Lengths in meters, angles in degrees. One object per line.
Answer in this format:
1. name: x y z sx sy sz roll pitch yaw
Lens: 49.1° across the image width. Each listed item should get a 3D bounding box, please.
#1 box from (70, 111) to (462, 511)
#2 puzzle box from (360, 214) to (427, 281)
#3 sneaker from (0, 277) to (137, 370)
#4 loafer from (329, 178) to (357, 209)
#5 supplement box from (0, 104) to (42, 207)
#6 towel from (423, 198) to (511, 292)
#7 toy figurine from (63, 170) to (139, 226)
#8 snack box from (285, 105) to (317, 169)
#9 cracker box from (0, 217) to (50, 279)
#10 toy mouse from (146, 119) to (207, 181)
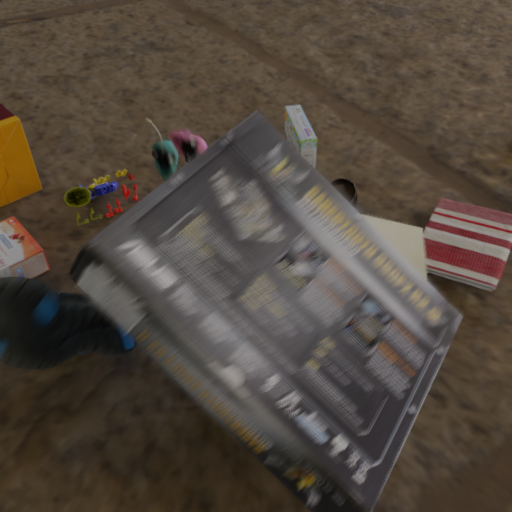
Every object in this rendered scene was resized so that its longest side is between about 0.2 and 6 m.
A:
1. box: 0.372 0.543 7.127 4.180 1.010 3.311 44 51 -3
2. puzzle box: 1.661 -0.145 9.287 2.257 0.287 1.501 13 44 1
3. sneaker: -2.839 0.945 7.426 1.201 2.933 1.074 -3 77 27
4. loafer: 1.382 -0.938 10.576 0.740 0.723 2.026 21 47 21
5. supplement box: -5.354 -2.119 11.153 1.111 1.650 1.673 -32 52 -29
6. towel: 3.771 -0.247 10.102 1.497 0.236 2.078 17 47 24
7. toy figurine: -3.155 -1.165 11.100 1.469 0.775 0.880 -28 22 -30
8. snack box: 0.928 -2.403 11.915 0.384 1.031 1.449 -8 43 -7
9. cracker box: -4.683 0.166 9.538 1.842 0.531 1.234 -32 52 -28
10. toy mouse: -1.224 -1.652 9.219 0.346 1.787 1.588 -39 94 -35
